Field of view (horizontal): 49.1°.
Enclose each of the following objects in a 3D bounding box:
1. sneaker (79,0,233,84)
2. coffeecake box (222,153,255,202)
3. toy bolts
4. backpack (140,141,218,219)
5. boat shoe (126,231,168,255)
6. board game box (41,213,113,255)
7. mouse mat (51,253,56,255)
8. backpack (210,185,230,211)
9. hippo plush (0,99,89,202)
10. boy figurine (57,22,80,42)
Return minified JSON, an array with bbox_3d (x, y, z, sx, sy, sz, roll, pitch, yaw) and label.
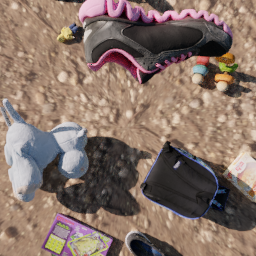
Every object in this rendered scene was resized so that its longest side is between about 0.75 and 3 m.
[{"bbox_3d":[0.542,-1.471,5.308,2.976,1.176,1.419,4,80,-8],"label":"sneaker"},{"bbox_3d":[3.601,1.459,8.339,1.179,0.431,0.905,42,84,6],"label":"coffeecake box"},{"bbox_3d":[2.591,-1.715,8.546,1.302,1.243,0.903,16,88,21],"label":"toy bolts"},{"bbox_3d":[1.488,1.480,7.811,1.824,1.340,1.669,29,94,10],"label":"backpack"},{"bbox_3d":[0.849,3.770,7.823,2.241,0.742,0.784,44,84,6],"label":"boat shoe"},{"bbox_3d":[-1.465,3.335,8.126,1.790,0.289,1.074,25,85,4],"label":"board game box"},{"bbox_3d":[-1.641,3.743,8.189,1.210,0.046,0.973,-3,81,-1],"label":"mouse mat"},{"bbox_3d":[2.459,1.973,8.203,0.804,0.541,0.734,18,82,2],"label":"backpack"},{"bbox_3d":[-2.288,0.596,8.024,2.155,2.135,2.680,-9,87,-28],"label":"hippo plush"},{"bbox_3d":[-1.950,-3.072,9.129,0.808,0.260,0.502,-44,84,-5],"label":"boy figurine"}]
